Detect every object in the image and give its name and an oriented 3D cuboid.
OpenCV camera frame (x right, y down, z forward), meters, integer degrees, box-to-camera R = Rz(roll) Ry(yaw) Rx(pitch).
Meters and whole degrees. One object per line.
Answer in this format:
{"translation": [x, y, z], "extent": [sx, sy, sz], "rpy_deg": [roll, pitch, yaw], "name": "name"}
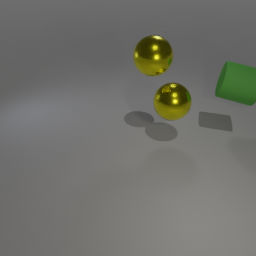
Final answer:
{"translation": [0.873, -2.495, 9.740], "extent": [1.400, 1.400, 1.400], "rpy_deg": [0, 31, 0], "name": "ball"}
{"translation": [1.627, -0.967, 10.286], "extent": [1.400, 1.400, 1.400], "rpy_deg": [0, 31, 0], "name": "ball"}
{"translation": [4.232, -1.698, 10.679], "extent": [1.400, 1.400, 1.400], "rpy_deg": [16, 33, 6], "name": "cylinder"}
